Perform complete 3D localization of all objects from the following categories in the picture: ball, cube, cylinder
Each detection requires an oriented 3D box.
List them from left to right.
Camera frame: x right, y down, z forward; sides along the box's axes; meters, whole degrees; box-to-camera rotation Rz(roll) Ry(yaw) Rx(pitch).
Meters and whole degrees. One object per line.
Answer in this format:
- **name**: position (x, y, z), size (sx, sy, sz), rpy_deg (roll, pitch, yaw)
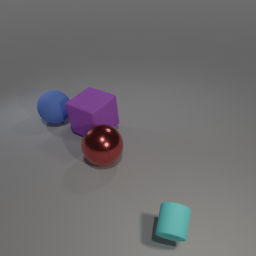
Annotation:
- **ball**: position (-3.083, -0.882, 11.740), size (1.400, 1.400, 1.400), rpy_deg (0, 30, 0)
- **cube**: position (-1.346, -0.552, 10.919), size (1.400, 1.400, 1.400), rpy_deg (21, 45, 29)
- **ball**: position (-0.849, 0.568, 9.348), size (1.400, 1.400, 1.400), rpy_deg (0, 30, 0)
- **cylinder**: position (1.035, 2.148, 6.413), size (0.700, 0.700, 0.700), rpy_deg (8, 61, 14)
